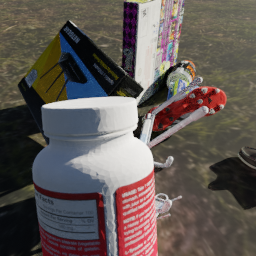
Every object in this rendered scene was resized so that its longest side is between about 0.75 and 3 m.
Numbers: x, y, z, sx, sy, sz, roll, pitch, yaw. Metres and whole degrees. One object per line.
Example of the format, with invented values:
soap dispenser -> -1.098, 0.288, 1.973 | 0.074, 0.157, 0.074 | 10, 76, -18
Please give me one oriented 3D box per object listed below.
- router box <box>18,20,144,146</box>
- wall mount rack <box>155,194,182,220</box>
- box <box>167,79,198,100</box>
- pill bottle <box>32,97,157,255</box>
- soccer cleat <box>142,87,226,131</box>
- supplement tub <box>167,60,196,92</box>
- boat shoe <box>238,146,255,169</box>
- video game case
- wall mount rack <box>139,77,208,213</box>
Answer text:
router box -> -1.279, -0.939, 6.498 | 0.760, 2.219, 2.975 | 30, 14, -49
wall mount rack -> 0.542, 1.365, 4.928 | 0.692, 0.297, 0.797 | 10, 35, 34
box -> 1.680, -0.878, 7.686 | 1.141, 0.272, 0.696 | 19, 62, -11
pill bottle -> -0.369, 0.930, 3.419 | 1.413, 2.518, 1.413 | -3, 11, 1
soccer cleat -> 1.390, -0.483, 7.070 | 2.248, 0.771, 0.958 | -21, 5, -12
supplement tub -> 1.727, -1.654, 8.905 | 0.748, 0.748, 1.221 | 13, 39, 18
boat shoe -> 2.950, 0.694, 5.814 | 0.480, 0.405, 1.346 | -34, 47, -30
video game case -> 0.732, -2.313, 8.032 | 0.511, 2.854, 2.587 | 24, 42, 26
wall mount rack -> 0.638, 0.215, 4.928 | 0.889, 2.072, 2.385 | 12, 29, 4
